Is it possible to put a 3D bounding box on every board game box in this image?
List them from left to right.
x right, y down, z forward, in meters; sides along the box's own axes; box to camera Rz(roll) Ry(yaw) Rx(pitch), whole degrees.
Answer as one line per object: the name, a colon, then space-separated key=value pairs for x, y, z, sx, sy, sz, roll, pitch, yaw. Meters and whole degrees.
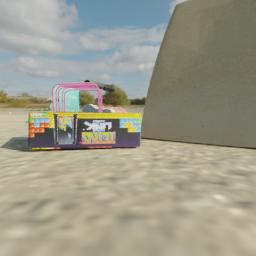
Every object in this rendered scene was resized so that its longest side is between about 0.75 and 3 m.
board game box: x=-0.769 y=-0.006 z=4.460 sx=1.480 sy=0.508 sz=1.791 roll=1 pitch=3 yaw=-16

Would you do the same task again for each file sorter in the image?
file sorter: x=-1.674 y=-0.773 z=9.809 sx=1.592 sy=1.436 sz=2.290 roll=-1 pitch=3 yaw=-3

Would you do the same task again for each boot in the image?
boot: x=-1.260 y=-1.945 z=12.751 sx=1.068 sy=0.426 sz=1.175 roll=4 pitch=-10 yaw=43

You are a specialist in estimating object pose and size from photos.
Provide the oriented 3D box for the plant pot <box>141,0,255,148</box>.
plant pot: x=2.169 y=-1.058 z=5.216 sx=2.855 sy=2.530 sz=2.858 roll=-3 pitch=5 yaw=-43

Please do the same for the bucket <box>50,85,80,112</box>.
bucket: x=-2.863 y=-1.073 z=12.920 sx=1.151 sy=1.769 sz=1.769 roll=7 pitch=3 yaw=-6

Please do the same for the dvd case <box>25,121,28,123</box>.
dvd case: x=-4.347 y=-0.300 z=13.344 sx=0.952 sy=0.105 sz=0.695 roll=0 pitch=3 yaw=-12

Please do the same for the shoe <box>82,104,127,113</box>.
shoe: x=-1.194 y=-0.698 z=14.201 sx=2.491 sy=0.890 sz=1.133 roll=10 pitch=8 yaw=44
